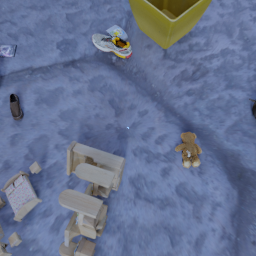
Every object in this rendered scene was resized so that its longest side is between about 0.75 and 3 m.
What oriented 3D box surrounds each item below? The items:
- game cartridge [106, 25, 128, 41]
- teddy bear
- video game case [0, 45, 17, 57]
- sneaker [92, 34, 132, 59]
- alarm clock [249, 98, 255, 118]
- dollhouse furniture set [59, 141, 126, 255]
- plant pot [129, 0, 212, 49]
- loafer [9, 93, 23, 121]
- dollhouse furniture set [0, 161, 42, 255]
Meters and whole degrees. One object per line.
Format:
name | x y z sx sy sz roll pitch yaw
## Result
game cartridge | -0.428 -3.849 11.479 0.578 0.175 0.867 -36 71 -18
teddy bear | 2.040 0.753 9.375 0.876 0.403 1.209 -22 76 -2
video game case | -4.904 -3.081 11.184 0.818 0.078 0.585 1 66 0
sneaker | -0.612 -3.365 10.963 1.714 0.704 0.667 21 68 10
alarm clock | 5.094 -0.480 9.763 1.182 0.583 1.752 -24 66 -11
dollhouse furniture set | -1.327 1.835 7.834 1.746 2.464 2.683 17 41 7
plant pot | 1.524 -4.555 10.718 2.390 2.108 2.390 -40 73 -16
loafer | -4.055 -0.767 9.988 0.404 0.393 1.107 -21 68 -9
dollhouse furniture set | -3.304 2.139 7.838 2.253 1.100 1.921 -45 50 -3
